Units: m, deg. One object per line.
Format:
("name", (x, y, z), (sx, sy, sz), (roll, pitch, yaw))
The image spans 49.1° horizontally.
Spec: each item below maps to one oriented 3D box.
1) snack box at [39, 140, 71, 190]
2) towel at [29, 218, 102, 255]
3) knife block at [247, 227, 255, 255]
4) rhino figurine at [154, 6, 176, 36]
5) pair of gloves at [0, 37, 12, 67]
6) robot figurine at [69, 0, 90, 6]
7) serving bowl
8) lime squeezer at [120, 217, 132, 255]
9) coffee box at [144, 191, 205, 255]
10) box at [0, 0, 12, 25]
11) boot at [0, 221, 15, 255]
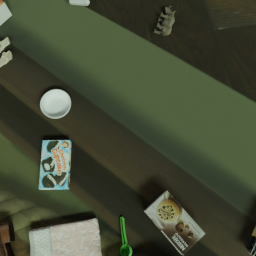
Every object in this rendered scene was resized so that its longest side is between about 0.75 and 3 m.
("snack box", (-2.765, 1.396, 10.717), (1.081, 0.345, 1.860), (-1, 73, 0))
("towel", (-2.125, 4.657, 9.701), (2.502, 0.422, 2.619), (-8, 74, -3))
("knife block", (4.759, 3.682, 9.916), (1.494, 0.545, 1.702), (-12, 74, -5))
("rhino figurine", (1.730, -4.820, 12.520), (0.702, 0.480, 1.605), (22, 72, -7))
("pair of gloves", (-5.340, -3.200, 11.904), (0.948, 0.195, 1.114), (-19, 78, 26))
("robot figurine", (-2.159, -6.539, 12.492), (2.510, 1.417, 2.129), (0, 97, 4))
("serving bowl", (-2.902, -0.932, 11.388), (1.234, 0.406, 1.234), (0, 74, -1))
("lime squeezer", (-0.247, 4.274, 9.375), (0.474, 0.888, 2.513), (-10, 31, 24))
("coffee box", (1.613, 3.327, 9.909), (1.088, 0.769, 1.925), (-39, 77, -11))
("box", (-6.285, -4.981, 12.366), (1.103, 0.864, 1.773), (38, 77, 11))
("boot", (-5.322, 4.712, 9.401), (2.890, 0.928, 2.694), (-11, 61, -7))
